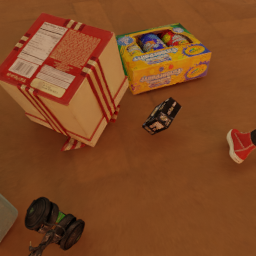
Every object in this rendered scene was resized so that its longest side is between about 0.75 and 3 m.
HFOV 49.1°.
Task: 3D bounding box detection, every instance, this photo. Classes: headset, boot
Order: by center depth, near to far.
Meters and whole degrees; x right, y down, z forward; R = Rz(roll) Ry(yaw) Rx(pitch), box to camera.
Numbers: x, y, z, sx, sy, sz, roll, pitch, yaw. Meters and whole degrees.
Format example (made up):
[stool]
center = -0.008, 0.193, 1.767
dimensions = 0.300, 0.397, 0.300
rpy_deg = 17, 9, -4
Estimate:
[headset]
center = -1.389, 1.828, 5.034
dimensions = 1.123, 1.818, 0.854
rpy_deg = 33, 76, -6
[boot]
center = 2.885, 0.200, 6.760
dimensions = 0.464, 0.923, 1.280
rpy_deg = 36, 29, -6

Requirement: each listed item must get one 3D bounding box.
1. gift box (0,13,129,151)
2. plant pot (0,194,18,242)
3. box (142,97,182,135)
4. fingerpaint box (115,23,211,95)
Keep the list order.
[gift box]
center = -1.638, -0.981, 7.167
dimensions = 2.428, 2.457, 2.631
rpy_deg = 26, 72, 20
[plant pot]
center = -4.132, 1.424, 4.374
dimensions = 2.897, 2.951, 2.889
rpy_deg = 15, 49, 14
[box]
center = 0.833, -0.278, 7.042
dimensions = 0.387, 0.898, 0.735
rpy_deg = 40, 68, -8
[fingerpaint box]
center = 1.005, -2.416, 9.341
dimensions = 2.640, 0.968, 2.202
rpy_deg = -16, 48, -12
